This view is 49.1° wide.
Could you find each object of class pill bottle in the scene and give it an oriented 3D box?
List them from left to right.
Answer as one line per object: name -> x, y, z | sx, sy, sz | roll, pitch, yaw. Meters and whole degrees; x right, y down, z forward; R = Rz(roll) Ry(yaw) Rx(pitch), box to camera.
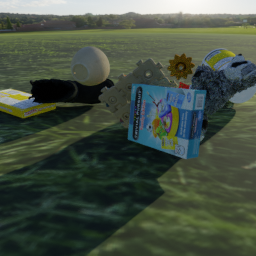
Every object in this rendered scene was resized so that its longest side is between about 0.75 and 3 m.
pill bottle -> 3.953, -2.053, 11.039 | 1.532, 1.532, 2.726 | -1, 30, -2

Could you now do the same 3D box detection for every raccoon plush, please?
raccoon plush -> 2.412, -0.661, 6.845 | 1.494, 2.229, 1.079 | 13, 31, 32

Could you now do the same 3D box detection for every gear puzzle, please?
gear puzzle -> 0.535, -1.152, 7.535 | 2.695, 1.396, 0.353 | -33, 21, 26

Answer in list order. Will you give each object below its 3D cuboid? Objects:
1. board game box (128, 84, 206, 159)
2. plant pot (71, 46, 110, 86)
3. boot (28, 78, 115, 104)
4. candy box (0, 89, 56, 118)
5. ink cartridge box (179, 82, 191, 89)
board game box -> 0.816, -0.238, 6.595 | 0.455, 1.463, 1.938 | -4, 13, -40
plant pot -> -1.251, -1.769, 8.385 | 1.191, 1.191, 0.800 | 8, 28, 18
boot -> -1.789, -1.252, 9.311 | 2.606, 0.964, 2.136 | -4, 4, 2
candy box -> -4.006, -0.932, 10.012 | 2.714, 0.358, 1.387 | 16, 28, 33
ink cartridge box -> 2.246, -1.231, 9.963 | 0.943, 0.223, 0.755 | 21, 64, -9
